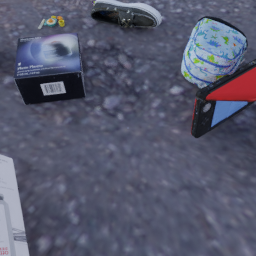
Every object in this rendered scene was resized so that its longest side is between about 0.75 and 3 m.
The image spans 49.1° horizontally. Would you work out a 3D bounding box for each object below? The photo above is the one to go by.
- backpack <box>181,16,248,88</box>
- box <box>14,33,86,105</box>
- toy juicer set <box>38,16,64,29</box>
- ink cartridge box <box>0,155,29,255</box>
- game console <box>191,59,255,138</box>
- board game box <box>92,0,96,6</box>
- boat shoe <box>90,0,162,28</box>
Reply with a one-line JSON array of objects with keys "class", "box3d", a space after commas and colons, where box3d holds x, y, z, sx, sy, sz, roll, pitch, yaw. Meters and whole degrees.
[{"class": "backpack", "box3d": [2.512, -2.204, 8.322, 1.878, 1.770, 2.302, 31, 72, 5]}, {"class": "box", "box3d": [-2.251, -1.779, 8.214, 1.802, 1.110, 1.787, -8, 53, -6]}, {"class": "toy juicer set", "box3d": [-2.837, -3.956, 10.299, 0.966, 0.263, 0.614, -9, 55, -6]}, {"class": "ink cartridge box", "box3d": [-2.945, 2.123, 4.788, 2.168, 1.225, 2.960, -35, 56, 15]}, {"class": "game console", "box3d": [2.969, -0.691, 6.579, 2.566, 2.211, 1.523, -28, 49, -22]}, {"class": "board game box", "box3d": [-1.007, -4.769, 10.977, 0.528, 0.142, 0.879, -25, 58, -12]}, {"class": "boat shoe", "box3d": [-0.118, -3.951, 9.998, 2.631, 0.903, 0.745, 20, 68, 19]}]
